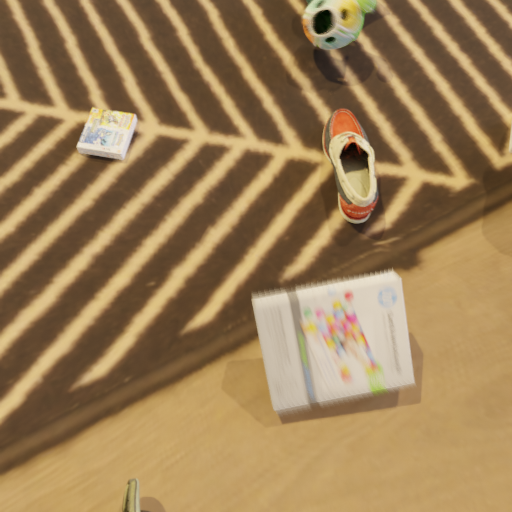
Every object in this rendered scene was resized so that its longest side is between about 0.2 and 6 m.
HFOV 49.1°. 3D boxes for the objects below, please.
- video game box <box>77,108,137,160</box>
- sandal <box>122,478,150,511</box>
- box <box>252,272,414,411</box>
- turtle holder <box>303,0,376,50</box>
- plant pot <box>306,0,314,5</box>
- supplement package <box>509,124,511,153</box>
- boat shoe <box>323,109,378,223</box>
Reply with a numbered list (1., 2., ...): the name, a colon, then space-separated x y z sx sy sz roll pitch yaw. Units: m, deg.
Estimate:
1. video game box: -2.617 -2.151 9.855 0.814 0.209 0.893 10 65 2
2. sandal: -1.203 3.706 6.866 0.564 0.785 1.977 -16 71 -27
3. box: 1.054 1.168 7.650 1.984 0.408 1.546 -11 103 -2
4. turtle holder: 1.485 -4.252 10.158 1.322 1.005 0.939 15 28 20
5. plant pot: 1.594 -5.369 10.921 1.175 1.175 1.151 38 78 16
6. supplement package: 5.194 -2.176 9.500 1.421 0.862 0.851 14 66 6
7. boat shoe: 1.584 -1.633 9.345 0.782 0.687 2.197 -4 63 0
